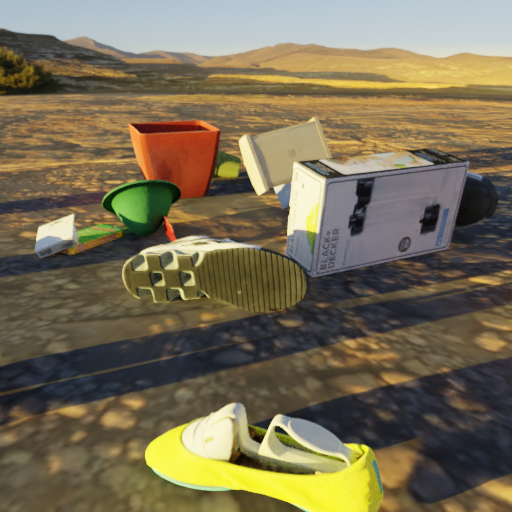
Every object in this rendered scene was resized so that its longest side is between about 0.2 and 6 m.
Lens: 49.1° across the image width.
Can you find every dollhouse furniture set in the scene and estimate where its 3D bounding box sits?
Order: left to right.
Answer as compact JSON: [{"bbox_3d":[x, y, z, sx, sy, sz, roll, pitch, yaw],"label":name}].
[{"bbox_3d":[0.398,-1.414,11.775,1.627,2.353,2.493,-19,-2,-21],"label":"dollhouse furniture set"}]

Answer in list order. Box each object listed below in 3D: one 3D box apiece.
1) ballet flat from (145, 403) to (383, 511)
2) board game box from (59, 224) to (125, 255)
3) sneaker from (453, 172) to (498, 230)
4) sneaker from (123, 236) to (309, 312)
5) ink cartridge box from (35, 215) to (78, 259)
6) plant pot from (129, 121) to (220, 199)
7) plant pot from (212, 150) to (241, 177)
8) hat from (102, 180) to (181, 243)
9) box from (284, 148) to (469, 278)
[{"bbox_3d":[0.014,1.615,4.679,2.100,0.704,0.702,7,22,22],"label":"ballet flat"},{"bbox_3d":[-3.201,-0.343,10.694,0.651,0.204,1.363,15,28,33],"label":"board game box"},{"bbox_3d":[2.912,-0.926,11.143,1.867,1.213,3.233,-24,21,-38],"label":"sneaker"},{"bbox_3d":[-0.496,0.112,8.310,2.697,0.999,1.194,5,24,13],"label":"sneaker"},{"bbox_3d":[-3.629,-0.362,10.216,0.727,0.225,0.896,-21,32,-3],"label":"ink cartridge box"},{"bbox_3d":[-2.037,-2.379,13.984,1.917,1.690,1.916,-6,21,-18],"label":"plant pot"},{"bbox_3d":[-0.905,-2.587,15.941,0.864,0.909,0.909,11,19,-10],"label":"plant pot"},{"bbox_3d":[-2.095,-0.439,10.964,1.583,1.683,1.912,-15,-14,0],"label":"hat"},{"bbox_3d":[2.065,-0.798,9.638,3.028,1.766,0.910,-9,30,-26],"label":"box"}]
